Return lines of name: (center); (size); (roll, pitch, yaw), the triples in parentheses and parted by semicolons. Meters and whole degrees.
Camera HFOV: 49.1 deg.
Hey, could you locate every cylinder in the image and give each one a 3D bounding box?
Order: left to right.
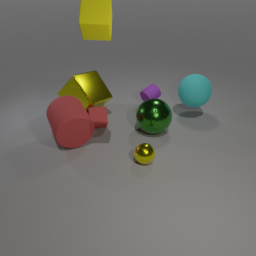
cylinder: (-2.096, -0.234, 10.124); (1.400, 1.400, 1.400); (-13, 43, -22)
cylinder: (1.026, -1.548, 12.741); (0.700, 0.700, 0.700); (-38, 43, -20)

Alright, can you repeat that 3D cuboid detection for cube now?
cube: (-1.805, -1.394, 11.858); (1.400, 1.400, 1.400); (-35, -4, 40)
cube: (-0.751, -2.574, 6.650); (0.700, 0.700, 0.700); (2, -13, 0)
cube: (-1.210, -0.414, 11.237); (0.700, 0.700, 0.700); (-6, -12, -11)

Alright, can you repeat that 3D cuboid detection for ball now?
ball: (0.551, 0.845, 9.246); (0.700, 0.700, 0.700); (0, 29, 0)
ball: (1.003, -0.452, 10.874); (1.400, 1.400, 1.400); (0, 29, 0)
ball: (2.835, -1.577, 11.888); (1.400, 1.400, 1.400); (0, 29, 0)
